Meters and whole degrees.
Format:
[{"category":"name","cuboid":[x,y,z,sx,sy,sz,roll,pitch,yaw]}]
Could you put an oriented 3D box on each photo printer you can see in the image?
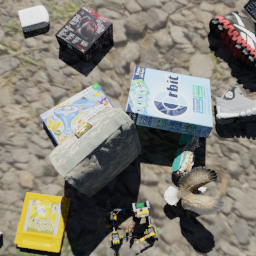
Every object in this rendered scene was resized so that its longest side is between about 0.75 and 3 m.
[{"category":"photo printer","cuboid":[-3.696,-4.348,11.085,1.095,0.380,0.911,-18,71,-7]}]

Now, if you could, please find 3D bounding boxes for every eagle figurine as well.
[{"category":"eagle figurine","cuboid":[1.993,1.933,8.362,1.204,1.587,1.197,42,61,0]}]

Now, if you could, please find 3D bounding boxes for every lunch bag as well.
[{"category":"lunch bag","cuboid":[-0.890,0.658,8.139,2.292,2.795,1.643,-40,76,-11]}]

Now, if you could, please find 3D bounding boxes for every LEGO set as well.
[{"category":"LEGO set","cuboid":[0.096,2.800,8.383,1.672,0.969,1.285,-2,72,-1]}]

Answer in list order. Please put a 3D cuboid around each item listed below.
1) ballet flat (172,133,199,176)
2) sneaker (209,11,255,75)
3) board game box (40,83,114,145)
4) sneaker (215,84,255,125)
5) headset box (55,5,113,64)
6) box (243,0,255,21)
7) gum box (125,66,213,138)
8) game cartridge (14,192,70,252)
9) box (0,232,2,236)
[{"category":"ballet flat","cuboid":[2.005,0.705,9.339,0.633,0.749,1.982,27,76,-22]},{"category":"sneaker","cuboid":[4.345,-3.257,10.381,1.393,1.008,2.852,-32,73,-8]},{"category":"board game box","cuboid":[-1.633,-0.362,9.740,2.300,0.396,1.557,-33,74,-10]},{"category":"sneaker","cuboid":[4.175,-0.953,9.709,2.363,0.887,1.365,-6,69,-1]},{"category":"headset box","cuboid":[-1.565,-3.644,10.668,1.424,0.719,1.916,34,75,11]},{"category":"box","cuboid":[5.639,-4.462,10.276,2.207,1.266,1.459,-21,71,-34]},{"category":"gum box","cuboid":[1.378,-0.945,9.345,2.698,0.601,2.292,10,50,1]},{"category":"game cartridge","cuboid":[-2.652,2.910,8.724,1.429,0.263,1.621,7,70,2]},{"category":"box","cuboid":[-5.099,3.314,8.308,2.019,0.416,1.574,32,74,-1]}]
